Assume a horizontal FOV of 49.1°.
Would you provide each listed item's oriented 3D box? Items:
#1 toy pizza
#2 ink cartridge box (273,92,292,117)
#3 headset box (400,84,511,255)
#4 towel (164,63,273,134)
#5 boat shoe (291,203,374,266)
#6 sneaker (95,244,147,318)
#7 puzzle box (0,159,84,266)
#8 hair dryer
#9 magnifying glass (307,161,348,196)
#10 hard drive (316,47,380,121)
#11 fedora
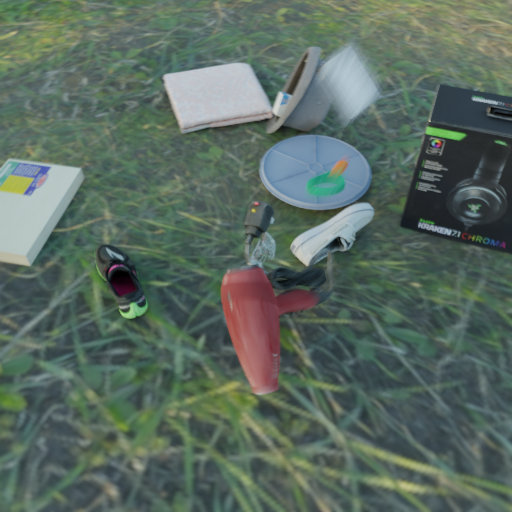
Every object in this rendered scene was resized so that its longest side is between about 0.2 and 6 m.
[{"bbox_3d":[1.360,-1.902,13.007,2.568,0.407,2.568,1,49,-1],"label":"toy pizza"},{"bbox_3d":[0.877,-3.728,14.109,0.731,0.538,0.529,15,23,-15],"label":"ink cartridge box"},{"bbox_3d":[4.519,-1.743,11.132,2.598,2.984,1.384,16,50,12],"label":"headset box"},{"bbox_3d":[-1.059,-4.315,15.150,2.501,0.422,2.619,-13,49,-9],"label":"towel"},{"bbox_3d":[1.690,-0.410,11.492,1.997,0.718,0.656,-25,59,-21],"label":"boat shoe"},{"bbox_3d":[-2.591,0.340,10.752,0.711,0.776,1.852,-25,53,-21],"label":"sneaker"},{"bbox_3d":[-5.188,-1.038,12.262,1.865,0.356,2.804,9,49,8],"label":"puzzle box"},{"bbox_3d":[0.470,0.798,9.525,2.437,0.869,3.199,36,60,-27],"label":"hair dryer"},{"bbox_3d":[1.458,-1.499,10.741,0.689,0.194,1.731,6,29,21],"label":"magnifying glass"},{"bbox_3d":[1.818,-3.388,11.009,0.824,0.223,1.179,-37,101,-13],"label":"hard drive"},{"bbox_3d":[1.271,-3.931,13.922,1.081,2.393,2.116,23,36,-12],"label":"fedora"}]
